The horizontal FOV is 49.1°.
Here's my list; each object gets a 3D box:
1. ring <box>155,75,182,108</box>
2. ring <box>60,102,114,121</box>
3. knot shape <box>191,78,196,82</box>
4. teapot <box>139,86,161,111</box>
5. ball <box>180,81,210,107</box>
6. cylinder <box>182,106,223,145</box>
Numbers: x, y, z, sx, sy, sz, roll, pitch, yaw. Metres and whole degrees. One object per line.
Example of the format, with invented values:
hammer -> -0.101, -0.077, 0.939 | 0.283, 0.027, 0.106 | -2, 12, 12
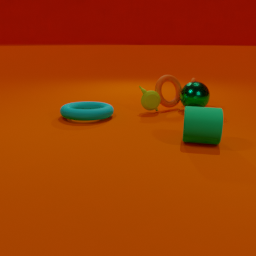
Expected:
ring -> 1.501, -1.353, 10.302 | 1.206, 1.206, 0.241 | -11, 5, -30
ring -> -1.371, -0.588, 9.411 | 1.786, 0.357, 1.786 | 1, 15, 0
knot shape -> 2.587, -1.346, 10.935 | 0.997, 1.066, 0.492 | -39, 11, -23
teapot -> 0.746, -1.014, 9.843 | 0.702, 1.129, 0.553 | -38, 21, 1
ball -> 2.410, -1.149, 10.103 | 1.059, 1.059, 1.059 | 0, 18, 0
cylinder -> 1.858, -0.070, 7.041 | 0.906, 0.906, 0.906 | 4, 19, 11
